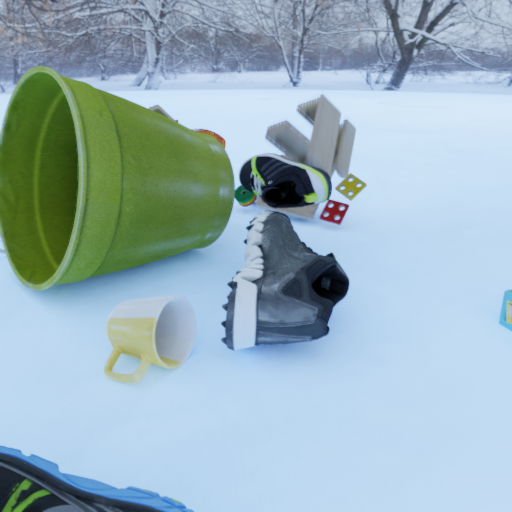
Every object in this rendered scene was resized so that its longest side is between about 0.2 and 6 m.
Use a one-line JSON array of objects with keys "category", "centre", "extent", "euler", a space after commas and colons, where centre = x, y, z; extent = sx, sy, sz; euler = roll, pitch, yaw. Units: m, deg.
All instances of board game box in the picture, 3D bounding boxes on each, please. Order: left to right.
[{"category": "board game box", "centre": [4.971, 0.903, 7.598], "extent": [2.454, 0.576, 1.852], "euler": [-7, 22, -17]}]

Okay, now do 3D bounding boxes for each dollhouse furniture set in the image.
[{"category": "dollhouse furniture set", "centre": [0.988, -1.920, 10.954], "extent": [1.655, 1.349, 1.574], "euler": [-8, -29, 43]}]

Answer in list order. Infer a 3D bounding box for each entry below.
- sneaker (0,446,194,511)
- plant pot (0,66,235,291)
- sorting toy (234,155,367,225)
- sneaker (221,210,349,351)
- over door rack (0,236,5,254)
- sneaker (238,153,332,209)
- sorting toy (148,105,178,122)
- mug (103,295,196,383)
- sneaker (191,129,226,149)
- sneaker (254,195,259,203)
[{"category": "sneaker", "centre": [-1.692, 2.096, 3.840], "extent": [2.897, 1.027, 1.201], "euler": [7, 15, 11]}, {"category": "plant pot", "centre": [-2.271, -1.200, 9.830], "extent": [3.322, 3.451, 3.451], "euler": [-1, 17, -42]}, {"category": "sorting toy", "centre": [1.053, -1.509, 13.044], "extent": [3.042, 0.515, 1.467], "euler": [16, 71, 29]}, {"category": "sneaker", "centre": [0.556, 0.293, 8.409], "extent": [1.635, 1.201, 3.613], "euler": [4, 24, 5]}, {"category": "over door rack", "centre": [-4.191, -1.023, 12.014], "extent": [3.107, 1.035, 2.295], "euler": [-13, 25, -30]}, {"category": "sneaker", "centre": [0.294, -1.234, 9.388], "extent": [0.870, 0.754, 2.102], "euler": [-30, 30, -36]}, {"category": "sorting toy", "centre": [-2.082, -2.453, 11.200], "extent": [1.268, 0.445, 2.629], "euler": [-21, -28, 19]}, {"category": "mug", "centre": [-1.454, 0.962, 7.094], "extent": [0.938, 0.915, 1.143], "euler": [2, 13, 27]}, {"category": "sneaker", "centre": [-1.452, -2.433, 12.387], "extent": [2.068, 0.798, 0.755], "euler": [17, 20, 39]}, {"category": "sneaker", "centre": [0.269, -2.014, 14.742], "extent": [1.052, 0.990, 2.569], "euler": [6, 22, -2]}]
